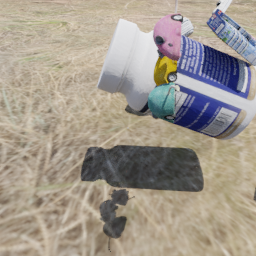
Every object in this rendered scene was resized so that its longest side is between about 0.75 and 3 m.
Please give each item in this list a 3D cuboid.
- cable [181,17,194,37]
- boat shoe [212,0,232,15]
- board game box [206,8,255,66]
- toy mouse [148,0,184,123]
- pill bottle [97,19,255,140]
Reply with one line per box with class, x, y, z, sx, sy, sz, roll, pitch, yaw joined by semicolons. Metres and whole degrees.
cable;1.153;-2.573;8.040;1.498;0.518;1.497;-32;7;6
boat shoe;3.338;-4.354;9.927;0.405;0.456;1.239;34;60;-1
board game box;1.918;-1.490;4.760;1.078;0.333;1.079;31;29;-14
toy mouse;0.460;-0.715;3.515;0.355;1.835;1.631;4;28;8
pill bottle;0.925;-0.922;5.415;2.819;1.631;1.631;19;33;-11
